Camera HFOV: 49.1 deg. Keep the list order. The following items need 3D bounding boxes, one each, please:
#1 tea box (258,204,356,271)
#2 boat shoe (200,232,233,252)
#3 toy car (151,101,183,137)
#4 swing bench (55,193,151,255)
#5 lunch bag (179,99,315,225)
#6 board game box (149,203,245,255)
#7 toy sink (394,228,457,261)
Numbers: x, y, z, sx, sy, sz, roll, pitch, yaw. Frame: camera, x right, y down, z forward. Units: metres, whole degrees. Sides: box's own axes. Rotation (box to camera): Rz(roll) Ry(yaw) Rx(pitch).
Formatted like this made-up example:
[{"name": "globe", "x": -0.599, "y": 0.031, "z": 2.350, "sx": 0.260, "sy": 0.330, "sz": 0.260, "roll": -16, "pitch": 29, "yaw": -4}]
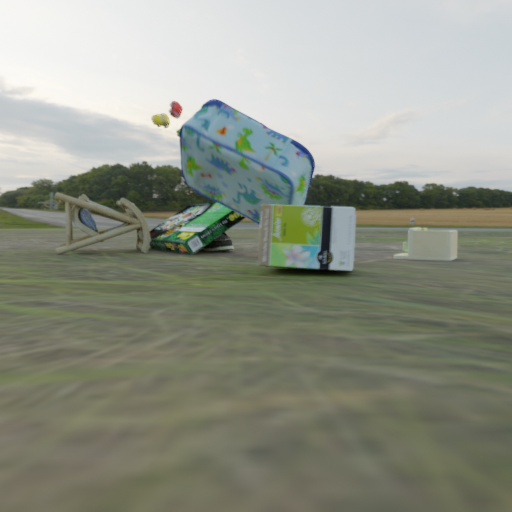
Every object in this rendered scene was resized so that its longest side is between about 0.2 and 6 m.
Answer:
[{"name": "tea box", "x": 0.685, "y": -0.218, "z": 7.203, "sx": 1.160, "sy": 0.788, "sz": 1.180, "roll": 2, "pitch": 0, "yaw": 9}, {"name": "boat shoe", "x": -1.002, "y": -0.391, "z": 12.414, "sx": 0.656, "sy": 0.554, "sz": 1.840, "roll": -2, "pitch": 4, "yaw": -24}, {"name": "toy car", "x": -1.489, "y": -2.509, "z": 10.732, "sx": 0.204, "sy": 0.862, "sz": 0.916, "roll": -26, "pitch": 19, "yaw": 41}, {"name": "swing bench", "x": -3.260, "y": -0.679, "z": 11.942, "sx": 1.868, "sy": 1.212, "sz": 1.858, "roll": -1, "pitch": 3, "yaw": -17}, {"name": "lunch bag", "x": -0.177, "y": -1.271, "z": 8.268, "sx": 1.972, "sy": 0.813, "sz": 1.585, "roll": 28, "pitch": -29, "yaw": 14}, {"name": "board game box", "x": -1.431, "y": -0.661, "z": 12.424, "sx": 1.633, "sy": 0.366, "sz": 3.117, "roll": -33, "pitch": 18, "yaw": -21}, {"name": "toy sink", "x": 2.942, "y": -0.216, "z": 9.738, "sx": 0.971, "sy": 0.544, "sz": 0.633, "roll": 2, "pitch": 4, "yaw": 30}]
